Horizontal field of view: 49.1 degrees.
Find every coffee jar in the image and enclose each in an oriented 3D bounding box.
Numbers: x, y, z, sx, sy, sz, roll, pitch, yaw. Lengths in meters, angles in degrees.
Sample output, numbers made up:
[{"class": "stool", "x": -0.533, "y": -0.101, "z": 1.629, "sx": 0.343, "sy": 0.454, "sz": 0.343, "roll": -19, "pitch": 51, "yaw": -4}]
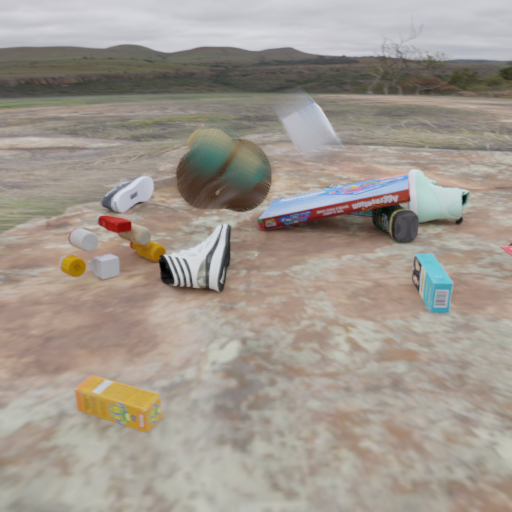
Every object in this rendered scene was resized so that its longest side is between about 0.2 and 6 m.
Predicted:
[{"class": "coffee jar", "x": 3.086, "y": -0.798, "z": 12.453, "sx": 0.584, "sy": 0.714, "sz": 1.369, "roll": -7, "pitch": 21, "yaw": -10}]

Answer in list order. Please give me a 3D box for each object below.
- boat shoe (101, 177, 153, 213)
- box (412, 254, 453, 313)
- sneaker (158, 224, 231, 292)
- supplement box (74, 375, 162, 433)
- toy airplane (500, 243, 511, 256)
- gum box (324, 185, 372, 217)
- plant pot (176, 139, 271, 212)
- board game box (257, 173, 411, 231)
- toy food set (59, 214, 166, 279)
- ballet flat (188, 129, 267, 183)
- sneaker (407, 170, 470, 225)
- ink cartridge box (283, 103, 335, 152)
[{"class": "boat shoe", "x": -3.407, "y": -1.652, "z": 14.863, "sx": 0.648, "sy": 0.685, "sz": 1.911, "roll": 9, "pitch": 29, "yaw": 19}, {"class": "box", "x": 2.949, "y": 0.435, "z": 9.442, "sx": 0.323, "sy": 0.540, "sz": 1.312, "roll": 1, "pitch": 20, "yaw": 2}, {"class": "sneaker", "x": -1.129, "y": -0.068, "z": 10.362, "sx": 1.254, "sy": 0.822, "sz": 2.179, "roll": 3, "pitch": 23, "yaw": 2}, {"class": "supplement box", "x": -1.585, "y": 1.689, "z": 6.437, "sx": 0.995, "sy": 0.331, "sz": 0.342, "roll": 8, "pitch": 22, "yaw": 21}, {"class": "toy airplane", "x": 5.769, "y": 0.172, "z": 10.252, "sx": 2.480, "sy": 0.456, "sz": 2.480, "roll": 6, "pitch": 19, "yaw": -2}, {"class": "gum box", "x": 2.576, "y": -1.460, "z": 14.636, "sx": 1.755, "sy": 0.391, "sz": 1.491, "roll": 8, "pitch": 22, "yaw": 20}, {"class": "plant pot", "x": -0.770, "y": -1.715, "z": 12.100, "sx": 1.661, "sy": 1.661, "sz": 1.644, "roll": 11, "pitch": 14, "yaw": 27}, {"class": "board game box", "x": 1.840, "y": -1.268, "z": 13.024, "sx": 3.391, "sy": 0.330, "sz": 1.746, "roll": -10, "pitch": 18, "yaw": 18}, {"class": "toy food set", "x": -2.816, "y": -0.221, "z": 10.555, "sx": 2.073, "sy": 0.990, "sz": 0.933, "roll": -17, "pitch": 24, "yaw": -41}, {"class": "ballet flat", "x": -0.593, "y": -1.946, "z": 10.470, "sx": 2.023, "sy": 0.694, "sz": 0.638, "roll": 24, "pitch": 36, "yaw": -50}, {"class": "sneaker", "x": 4.505, "y": -1.480, "z": 13.946, "sx": 1.441, "sy": 0.899, "sz": 2.442, "roll": -1, "pitch": 30, "yaw": 14}, {"class": "ink cartridge box", "x": 1.079, "y": -2.561, "z": 11.287, "sx": 0.720, "sy": 0.707, "sz": 0.978, "roll": -27, "pitch": 2, "yaw": 17}]
